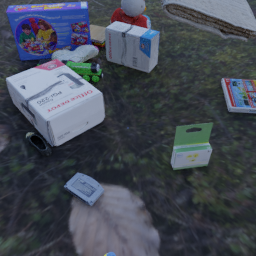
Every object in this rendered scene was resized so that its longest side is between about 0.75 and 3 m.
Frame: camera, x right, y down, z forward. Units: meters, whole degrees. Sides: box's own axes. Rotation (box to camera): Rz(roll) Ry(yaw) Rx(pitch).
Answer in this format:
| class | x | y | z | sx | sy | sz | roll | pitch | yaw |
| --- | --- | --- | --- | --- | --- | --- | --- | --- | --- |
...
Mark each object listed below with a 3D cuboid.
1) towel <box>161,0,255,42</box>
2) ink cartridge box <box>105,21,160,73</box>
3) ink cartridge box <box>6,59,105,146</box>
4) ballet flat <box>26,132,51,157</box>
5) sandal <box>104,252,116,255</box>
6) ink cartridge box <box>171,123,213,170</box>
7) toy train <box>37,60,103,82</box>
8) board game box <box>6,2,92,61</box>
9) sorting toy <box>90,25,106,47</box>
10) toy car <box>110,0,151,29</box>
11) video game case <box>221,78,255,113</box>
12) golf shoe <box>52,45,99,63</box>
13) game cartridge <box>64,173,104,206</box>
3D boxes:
| class | x | y | z | sx | sy | sz | roll | pitch | yaw |
| --- | --- | --- | --- | --- | --- | --- | --- | --- | --- |
| towel | 1.958 | -3.193 | 7.008 | 2.916 | 0.503 | 1.932 | 9 | 57 | -24 |
| ink cartridge box | 0.148 | -2.999 | 10.334 | 1.844 | 1.337 | 0.772 | 21 | 48 | 21 |
| ink cartridge box | -2.152 | -0.851 | 8.328 | 1.838 | 1.070 | 2.524 | -31 | 54 | -28 |
| ballet flat | -2.417 | 0.388 | 7.594 | 1.065 | 0.302 | 0.354 | 34 | 54 | 30 |
| sandal | 0.087 | 2.869 | 4.885 | 0.689 | 0.629 | 1.582 | -19 | 53 | -31 |
| ink cartridge box | 1.571 | 0.471 | 6.814 | 0.921 | 1.266 | 0.304 | -6 | 44 | -6 |
| toy train | -2.039 | -2.042 | 9.847 | 2.334 | 0.658 | 0.487 | 4 | 44 | 5 |
| board game box | -2.831 | -3.631 | 10.593 | 2.819 | 1.895 | 0.631 | -5 | 44 | -6 |
| sorting toy | -1.344 | -3.879 | 11.914 | 1.178 | 0.413 | 1.185 | 17 | 47 | 18 |
| toy car | 0.311 | -4.760 | 11.469 | 1.769 | 2.000 | 1.844 | 22 | 48 | -5 |
| video game case | 4.322 | -1.046 | 9.147 | 2.263 | 0.197 | 1.618 | 4 | 45 | 3 |
| golf shoe | -1.904 | -2.586 | 10.524 | 1.793 | 0.675 | 0.821 | -18 | 62 | -14 |
| game cartridge | -1.013 | 1.425 | 6.637 | 0.855 | 0.178 | 0.570 | 27 | 46 | 25 |
